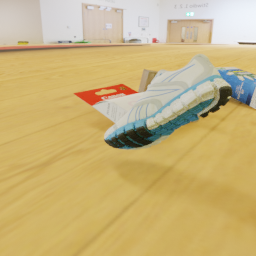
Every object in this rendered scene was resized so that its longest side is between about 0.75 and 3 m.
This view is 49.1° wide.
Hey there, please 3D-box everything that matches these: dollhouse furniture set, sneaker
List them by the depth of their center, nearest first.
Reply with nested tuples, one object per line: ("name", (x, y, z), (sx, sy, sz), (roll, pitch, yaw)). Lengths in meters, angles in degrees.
("sneaker", (0.552, -0.428, 5.074), (2.463, 1.067, 0.923), (-29, -31, 24))
("dollhouse furniture set", (1.511, -0.951, 8.517), (1.234, 1.054, 2.381), (0, 22, -38))

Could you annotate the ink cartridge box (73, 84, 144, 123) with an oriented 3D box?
("ink cartridge box", (0.077, -0.794, 7.594), (2.046, 0.718, 2.518), (-19, 47, -43))

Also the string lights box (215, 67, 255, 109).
("string lights box", (4.032, -1.413, 9.587), (1.247, 0.716, 2.427), (-8, 30, -27))
